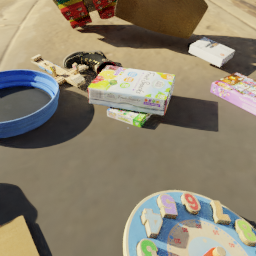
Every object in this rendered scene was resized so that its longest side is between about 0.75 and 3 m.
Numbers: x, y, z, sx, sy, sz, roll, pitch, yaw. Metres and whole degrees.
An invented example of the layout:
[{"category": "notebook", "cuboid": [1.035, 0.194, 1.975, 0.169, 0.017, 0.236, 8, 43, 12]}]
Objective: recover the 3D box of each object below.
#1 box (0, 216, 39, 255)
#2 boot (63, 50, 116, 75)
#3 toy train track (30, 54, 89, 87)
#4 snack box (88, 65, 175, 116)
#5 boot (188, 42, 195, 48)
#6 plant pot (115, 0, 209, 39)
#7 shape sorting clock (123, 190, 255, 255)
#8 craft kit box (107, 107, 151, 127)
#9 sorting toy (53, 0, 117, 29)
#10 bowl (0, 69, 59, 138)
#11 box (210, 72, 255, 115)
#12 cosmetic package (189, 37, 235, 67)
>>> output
[{"category": "box", "cuboid": [-2.147, 2.119, 4.320, 1.421, 0.151, 1.162, -21, 43, -26]}, {"category": "boot", "cuboid": [-1.287, -2.183, 9.541, 1.581, 0.578, 1.190, -17, 40, -30]}, {"category": "toy train track", "cuboid": [-2.430, -2.046, 9.289, 2.804, 0.456, 1.608, 30, 55, 36]}, {"category": "snack box", "cuboid": [0.139, -1.097, 7.766, 2.094, 0.555, 1.489, 11, 39, 13]}, {"category": "boot", "cuboid": [2.890, -3.294, 11.178, 0.808, 0.265, 0.666, -14, 29, -24]}, {"category": "plant pot", "cuboid": [1.447, -4.836, 10.831, 2.992, 2.789, 2.789, 30, 41, -3]}, {"category": "shape sorting clock", "cuboid": [1.183, 1.852, 3.922, 2.593, 0.509, 2.593, 16, 35, -12]}, {"category": "craft kit box", "cuboid": [0.126, -0.516, 7.656, 1.025, 0.252, 1.037, 17, 41, 25]}, {"category": "sorting toy", "cuboid": [-1.598, -5.364, 12.081, 2.783, 0.974, 2.800, -19, 1, 3]}, {"category": "bowl", "cuboid": [-3.295, -0.733, 7.662, 2.834, 0.556, 2.834, 0, 38, 0]}, {"category": "box", "cuboid": [3.517, -1.016, 8.184, 1.219, 0.348, 1.781, -25, 44, -29]}, {"category": "cosmetic package", "cuboid": [2.958, -2.708, 9.902, 1.280, 0.331, 0.965, 34, 52, 25]}]
